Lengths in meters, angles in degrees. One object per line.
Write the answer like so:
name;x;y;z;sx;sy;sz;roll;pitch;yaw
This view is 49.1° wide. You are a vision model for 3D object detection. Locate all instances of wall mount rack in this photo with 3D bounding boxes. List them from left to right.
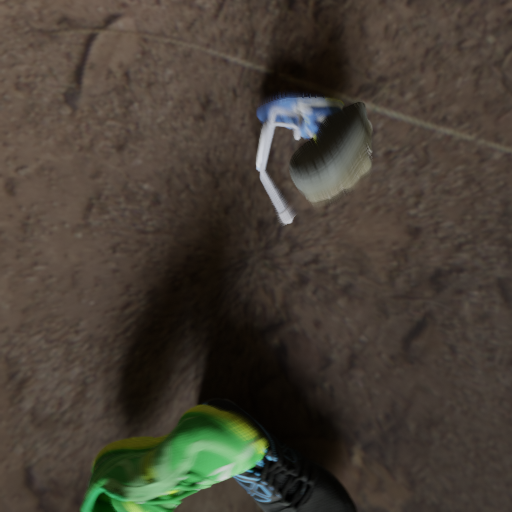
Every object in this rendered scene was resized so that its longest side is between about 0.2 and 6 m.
wall mount rack;0.332;-1.354;8.657;0.694;1.861;1.617;11;93;1

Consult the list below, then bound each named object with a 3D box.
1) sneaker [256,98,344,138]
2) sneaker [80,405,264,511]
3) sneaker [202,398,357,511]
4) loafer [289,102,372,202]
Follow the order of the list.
sneaker;0.754;-2.317;9.461;1.490;0.551;0.613;-2;92;-3
sneaker;-1.102;2.857;7.146;3.028;1.265;1.121;-31;114;31
sneaker;0.186;3.113;7.955;2.812;1.152;1.029;33;80;10
loafer;1.277;-1.410;8.026;1.029;2.737;0.953;-18;112;30
